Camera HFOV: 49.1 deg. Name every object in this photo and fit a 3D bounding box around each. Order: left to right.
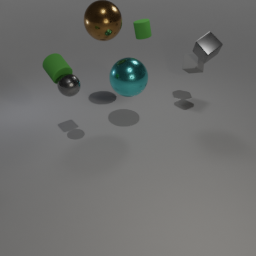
[{"bbox_3d":[-2.216,-1.861,8.822,0.700,0.700,0.700,-24,63,-33],"label":"cylinder"},{"bbox_3d":[-1.809,-1.312,8.591,0.700,0.700,0.700,0,31,0],"label":"ball"},{"bbox_3d":[-0.907,-3.892,10.185,1.400,1.400,1.400,0,31,0],"label":"ball"},{"bbox_3d":[0.027,-1.814,10.055,1.400,1.400,1.400,0,31,0],"label":"ball"},{"bbox_3d":[0.630,-4.278,12.117,0.700,0.700,0.700,-9,31,6],"label":"cylinder"},{"bbox_3d":[2.893,-2.856,12.359,0.700,0.700,0.700,3,-5,37],"label":"cube"},{"bbox_3d":[2.922,-2.959,10.341,0.700,0.700,0.700,-36,77,-7],"label":"cube"}]
